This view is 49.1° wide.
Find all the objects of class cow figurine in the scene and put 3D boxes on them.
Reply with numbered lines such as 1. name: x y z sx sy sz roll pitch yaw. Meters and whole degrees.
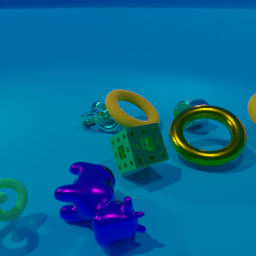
1. cow figurine: -0.408 1.172 4.617 1.517 0.846 1.541 0 30 12

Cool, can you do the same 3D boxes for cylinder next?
1. cylinder: 1.808 -0.418 7.913 0.761 0.761 0.761 -10 26 -36

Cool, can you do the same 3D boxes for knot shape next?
1. knot shape: -2.170 0.991 4.348 0.991 0.490 1.059 35 10 31
2. knot shape: -0.811 -0.320 7.981 1.216 0.601 1.300 -12 27 -23

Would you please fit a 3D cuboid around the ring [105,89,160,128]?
1. ring: 0.145 -0.493 7.907 1.680 0.336 1.680 22 34 -16

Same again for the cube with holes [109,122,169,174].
1. cube with holes: 0.210 0.426 5.778 0.788 0.788 0.788 -11 -11 -30

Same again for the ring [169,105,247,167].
1. ring: 1.829 0.130 6.494 1.746 0.349 1.746 -4 49 5

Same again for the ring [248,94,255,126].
1. ring: 3.780 -0.249 6.816 1.775 0.355 1.775 8 49 -10
